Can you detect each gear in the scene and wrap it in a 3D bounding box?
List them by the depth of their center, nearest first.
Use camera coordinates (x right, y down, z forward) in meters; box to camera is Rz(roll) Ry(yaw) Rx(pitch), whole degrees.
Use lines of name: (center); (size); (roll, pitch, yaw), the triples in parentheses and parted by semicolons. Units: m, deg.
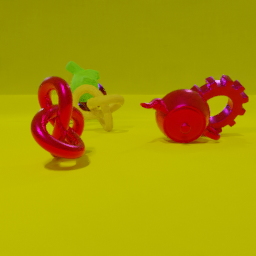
gear: (1.838, -0.450, 5.977); (1.384, 1.384, 0.256); (-1, 39, -11)

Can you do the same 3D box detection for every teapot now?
teapot: (1.003, -0.193, 5.340); (1.721, 1.070, 0.843); (25, 27, -9)

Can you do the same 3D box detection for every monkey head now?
monkey head: (-1.561, -1.476, 9.082); (1.269, 1.063, 1.764); (34, -37, -20)

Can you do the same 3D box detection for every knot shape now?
knot shape: (-0.924, -0.017, 3.957); (0.564, 1.221, 1.143); (-13, -26, -1)
knot shape: (-0.643, -0.522, 6.719); (1.226, 1.311, 0.606); (-21, 35, 41)

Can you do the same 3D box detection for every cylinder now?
cylinder: (-1.491, -1.099, 10.541); (1.046, 1.046, 1.046); (6, 51, 38)

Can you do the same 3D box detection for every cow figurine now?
cow figurine: (-1.762, -0.479, 8.593); (0.500, 0.910, 0.896); (11, -19, 37)
